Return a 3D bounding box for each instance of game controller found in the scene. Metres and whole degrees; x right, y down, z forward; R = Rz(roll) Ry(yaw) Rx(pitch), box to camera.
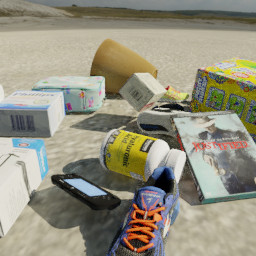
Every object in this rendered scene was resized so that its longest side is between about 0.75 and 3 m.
[{"bbox_3d":[-0.896,1.272,5.758,1.574,0.331,0.821,18,-3,38],"label":"game controller"}]

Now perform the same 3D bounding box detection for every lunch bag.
[{"bbox_3d":[-2.281,-1.451,11.510,2.826,1.089,2.267,1,22,2],"label":"lunch bag"}]

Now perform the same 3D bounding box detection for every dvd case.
[{"bbox_3d":[2.266,0.560,6.901,1.886,0.284,2.583,-4,45,-9],"label":"dvd case"}]

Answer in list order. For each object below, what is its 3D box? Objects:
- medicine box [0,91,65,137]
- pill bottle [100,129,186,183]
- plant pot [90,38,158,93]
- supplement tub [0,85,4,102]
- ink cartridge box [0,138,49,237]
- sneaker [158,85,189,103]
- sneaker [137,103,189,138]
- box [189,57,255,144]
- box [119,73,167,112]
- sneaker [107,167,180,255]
[{"bbox_3d":[-3.266,-0.546,9.580,1.782,1.007,1.956,1,24,1],"label":"medicine box"},{"bbox_3d":[0.357,0.712,6.718,1.888,1.051,1.051,13,27,26],"label":"pill bottle"},{"bbox_3d":[-0.050,-2.540,12.861,2.591,2.415,2.415,22,29,14],"label":"plant pot"},{"bbox_3d":[-5.886,-1.343,11.393,1.369,0.993,0.993,-2,24,-6],"label":"supplement tub"},{"bbox_3d":[-2.911,1.101,5.939,1.649,0.952,2.259,2,23,5],"label":"ink cartridge box"},{"bbox_3d":[1.903,-1.493,12.097,1.528,0.690,0.597,0,23,-4],"label":"sneaker"},{"bbox_3d":[1.808,-0.282,8.992,2.747,1.004,1.537,15,28,31],"label":"sneaker"},{"bbox_3d":[4.072,-1.040,9.405,2.750,1.742,2.855,28,37,36],"label":"box"},{"bbox_3d":[0.532,-1.248,9.551,0.997,0.849,1.559,46,23,8],"label":"box"},{"bbox_3d":[0.301,1.554,4.846,0.996,1.037,2.644,6,25,16],"label":"sneaker"}]
